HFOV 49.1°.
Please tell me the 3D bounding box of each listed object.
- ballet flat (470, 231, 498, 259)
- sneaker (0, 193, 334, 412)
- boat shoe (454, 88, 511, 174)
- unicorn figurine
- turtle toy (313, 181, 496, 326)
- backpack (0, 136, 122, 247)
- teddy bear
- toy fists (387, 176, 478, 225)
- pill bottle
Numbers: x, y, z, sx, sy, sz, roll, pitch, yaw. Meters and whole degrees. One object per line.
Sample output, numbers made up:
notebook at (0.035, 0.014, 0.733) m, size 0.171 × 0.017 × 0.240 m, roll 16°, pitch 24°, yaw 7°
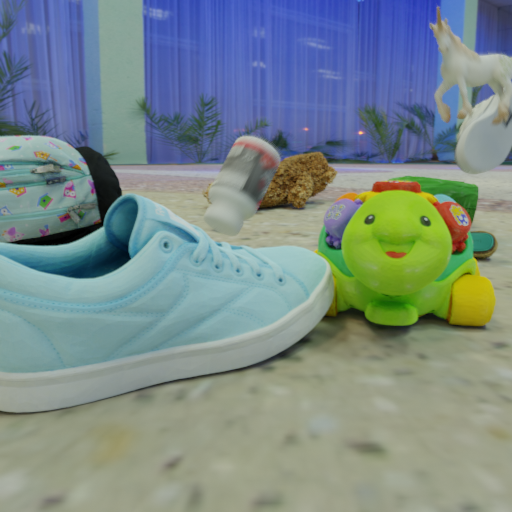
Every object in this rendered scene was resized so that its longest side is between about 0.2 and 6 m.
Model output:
ballet flat at (2.839, -0.155, 8.495) m, size 1.518 × 0.521 × 0.478 m, roll 8°, pitch -14°, yaw 26°
sneaker at (-0.548, 0.146, 4.227) m, size 3.070 × 1.258 × 1.135 m, roll -14°, pitch 30°, yaw -36°
boat shoe at (3.308, -1.813, 8.238) m, size 2.014 × 0.725 × 0.662 m, roll -53°, pitch 16°, yaw -30°
unicorn figurine at (2.387, -2.023, 6.224) m, size 1.494 × 1.026 × 0.552 m, roll -1°, pitch 3°, yaw -25°
turtle toy at (1.363, -0.059, 5.528) m, size 1.894 × 1.314 × 2.599 m, roll 2°, pitch 12°, yaw 12°
backpack at (-3.895, -1.037, 9.204) m, size 2.851 × 1.805 × 2.379 m, roll -11°, pitch 18°, yaw -31°
teddy bear at (0.441, -1.838, 15.234) m, size 2.842 × 1.309 × 3.920 m, roll -2°, pitch 17°, yaw 31°
toy fists at (3.363, -1.061, 11.272) m, size 1.604 × 1.082 × 3.146 m, roll 10°, pitch 12°, yaw 12°
pill bottle at (-0.201, -0.856, 6.994) m, size 0.638 × 1.153 × 0.638 m, roll 23°, pitch -18°, yaw 8°
